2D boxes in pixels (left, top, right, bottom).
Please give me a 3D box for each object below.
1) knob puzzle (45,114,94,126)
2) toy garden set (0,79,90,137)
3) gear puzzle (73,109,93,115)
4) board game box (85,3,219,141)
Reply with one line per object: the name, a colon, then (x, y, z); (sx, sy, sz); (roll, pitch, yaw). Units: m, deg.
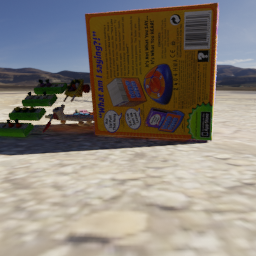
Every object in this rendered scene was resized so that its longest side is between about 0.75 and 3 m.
knob puzzle: (-1.545, -0.226, 8.392); (2.032, 0.282, 2.032); (3, 5, 0)
toy garden set: (-2.228, -0.671, 7.451); (1.871, 0.448, 2.244); (2, 41, 23)
gear puzzle: (-0.751, -0.594, 10.865); (2.785, 0.365, 1.442); (-1, 9, -6)
board game box: (0.869, -1.554, 7.615); (2.930, 2.932, 2.930); (3, 18, 17)
